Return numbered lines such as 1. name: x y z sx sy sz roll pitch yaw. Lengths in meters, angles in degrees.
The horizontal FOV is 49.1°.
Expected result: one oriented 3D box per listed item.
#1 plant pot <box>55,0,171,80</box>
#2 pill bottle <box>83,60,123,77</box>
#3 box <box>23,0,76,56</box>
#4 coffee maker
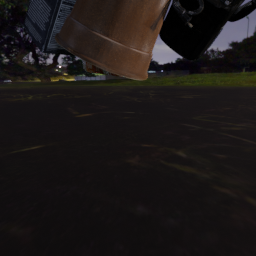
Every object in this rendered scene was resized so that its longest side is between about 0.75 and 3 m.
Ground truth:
1. plant pot: -0.118 -2.493 5.897 2.220 2.197 2.220 23 23 -10
2. pill bottle: -0.461 -2.549 10.362 2.212 1.241 1.241 9 12 7
3. box: -1.187 -3.124 7.195 2.200 2.182 1.356 -8 51 -44
4. coffee maker: 1.645 -2.867 6.865 2.385 1.673 2.483 -27 -9 -13
